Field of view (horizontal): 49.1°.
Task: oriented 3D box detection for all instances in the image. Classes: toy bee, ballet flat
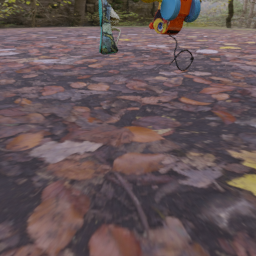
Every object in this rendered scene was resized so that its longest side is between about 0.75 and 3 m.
[{"bbox_3d":[0.733,-2.152,5.193,1.231,1.880,1.022,17,6,-35],"label":"toy bee"},{"bbox_3d":[-0.581,-3.203,8.841,0.751,2.022,0.751,-2,-14,0],"label":"ballet flat"}]
